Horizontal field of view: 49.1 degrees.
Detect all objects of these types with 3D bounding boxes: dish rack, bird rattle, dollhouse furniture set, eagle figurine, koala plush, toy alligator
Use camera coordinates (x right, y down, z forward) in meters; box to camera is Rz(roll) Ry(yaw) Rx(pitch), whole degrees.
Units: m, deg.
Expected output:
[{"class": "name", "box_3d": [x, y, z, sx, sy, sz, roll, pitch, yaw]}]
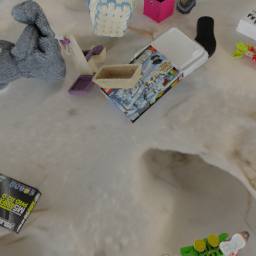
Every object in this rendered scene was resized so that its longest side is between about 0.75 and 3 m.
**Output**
[{"class": "dish rack", "box_3d": [1.419, -2.567, 9.855, 2.311, 0.503, 1.983, -37, 65, -6]}, {"class": "bird rattle", "box_3d": [4.482, -2.823, 10.271, 1.185, 0.667, 0.966, 18, 42, 8]}, {"class": "dollhouse furniture set", "box_3d": [-0.807, -2.425, 8.647, 2.687, 1.907, 2.129, 6, 51, 33]}, {"class": "eagle figurine", "box_3d": [2.439, -5.658, 11.995, 1.616, 1.219, 1.226, -44, 18, 7]}, {"class": "koala plush", "box_3d": [-3.586, -2.217, 8.919, 2.636, 2.338, 2.423, -25, 72, -20]}, {"class": "toy alligator", "box_3d": [1.364, 2.460, 5.455, 1.501, 0.445, 0.407, -15, 45, -11]}]

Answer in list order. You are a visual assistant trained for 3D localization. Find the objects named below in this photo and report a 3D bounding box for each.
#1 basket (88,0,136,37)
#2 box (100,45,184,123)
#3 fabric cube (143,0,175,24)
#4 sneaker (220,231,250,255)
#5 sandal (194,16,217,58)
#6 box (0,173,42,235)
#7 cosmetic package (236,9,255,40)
[{"class": "basket", "box_3d": [-0.646, -4.948, 10.742, 1.776, 2.251, 2.553, -3, 72, -14]}, {"class": "box", "box_3d": [0.442, -1.455, 9.056, 2.273, 0.453, 1.556, -42, 66, -4]}, {"class": "fabric cube", "box_3d": [1.270, -5.093, 11.511, 0.958, 0.955, 0.940, -39, 66, -23]}, {"class": "sneaker", "box_3d": [1.953, 2.085, 5.055, 0.310, 0.756, 0.291, -19, 61, -31]}, {"class": "sandal", "box_3d": [2.883, -3.298, 10.585, 0.882, 0.529, 2.349, 9, 58, 10]}, {"class": "box", "box_3d": [-3.199, 1.912, 7.303, 1.463, 0.324, 1.172, 20, 59, 12]}, {"class": "cosmetic package", "box_3d": [5.504, -3.718, 10.834, 2.290, 0.580, 0.945, 36, 65, 21]}]
